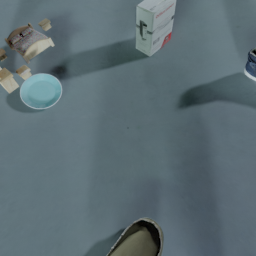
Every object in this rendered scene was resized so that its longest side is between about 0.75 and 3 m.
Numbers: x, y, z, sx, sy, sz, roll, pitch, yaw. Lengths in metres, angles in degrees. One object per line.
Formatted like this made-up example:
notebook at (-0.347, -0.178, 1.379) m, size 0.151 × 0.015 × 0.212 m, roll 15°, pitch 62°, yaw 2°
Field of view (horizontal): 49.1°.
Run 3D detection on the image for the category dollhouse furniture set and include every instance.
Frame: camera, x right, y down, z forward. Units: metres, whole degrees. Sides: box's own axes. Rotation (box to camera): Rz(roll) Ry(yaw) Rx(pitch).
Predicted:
dollhouse furniture set at (-2.913, -2.413, 7.558) m, size 2.406 × 1.175 × 2.052 m, roll -42°, pitch 50°, yaw -15°

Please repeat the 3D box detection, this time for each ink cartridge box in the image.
ink cartridge box at (0.793, -3.061, 8.214) m, size 0.620 × 1.497 × 1.098 m, roll 36°, pitch 64°, yaw 21°

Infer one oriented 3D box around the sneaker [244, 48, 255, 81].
sneaker at (3.797, -1.524, 7.258) m, size 1.592 × 1.150 × 0.605 m, roll 38°, pitch 77°, yaw 28°

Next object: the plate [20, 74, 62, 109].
plate at (-2.337, -0.979, 7.575) m, size 1.103 × 0.141 × 1.103 m, roll 2°, pitch 67°, yaw -5°

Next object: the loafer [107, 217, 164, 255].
loafer at (-0.071, 2.583, 4.795) m, size 0.929 × 0.861 × 2.472 m, roll 25°, pitch 54°, yaw 16°
